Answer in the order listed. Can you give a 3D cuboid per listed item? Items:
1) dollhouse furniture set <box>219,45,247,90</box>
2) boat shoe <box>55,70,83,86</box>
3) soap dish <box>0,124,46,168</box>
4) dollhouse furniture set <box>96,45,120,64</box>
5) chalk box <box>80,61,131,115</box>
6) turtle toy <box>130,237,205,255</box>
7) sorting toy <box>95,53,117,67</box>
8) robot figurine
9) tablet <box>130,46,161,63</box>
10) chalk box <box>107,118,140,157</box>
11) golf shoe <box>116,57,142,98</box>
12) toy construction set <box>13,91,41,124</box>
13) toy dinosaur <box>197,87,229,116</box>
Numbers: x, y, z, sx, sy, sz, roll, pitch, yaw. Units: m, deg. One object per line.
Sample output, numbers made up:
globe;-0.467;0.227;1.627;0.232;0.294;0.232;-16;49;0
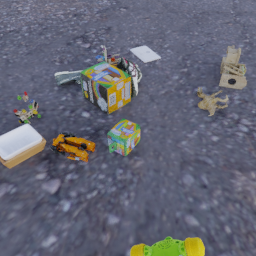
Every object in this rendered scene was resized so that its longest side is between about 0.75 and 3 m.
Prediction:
dollhouse furniture set;5.336;-3.324;13.713;1.206;1.918;2.169;12;44;12
boat shoe;-2.582;-2.456;13.888;2.005;0.730;0.619;-7;85;-18
soap dish;-4.001;0.649;10.228;1.642;0.667;1.292;-33;51;-30
dollhouse furniture set;-0.876;-3.495;14.366;1.288;1.154;1.625;-14;49;-11
chalk box;-1.141;-1.936;12.525;1.434;1.444;2.314;-33;52;-31
turtle toy;1.012;3.715;6.354;1.808;1.254;2.481;-15;42;19
sorting toy;-1.056;-3.810;15.512;0.978;0.237;1.736;-32;51;-31
robot figurine;-2.074;0.700;10.332;1.569;0.457;1.137;15;44;15
tablet;0.991;-4.288;16.141;1.121;0.118;1.723;-19;46;-20
chalk box;-0.218;0.420;10.375;0.822;0.828;1.326;23;48;24
golf shoe;0.226;-2.448;13.459;1.139;0.998;2.585;6;48;-25
toy construction set;-4.024;-0.707;11.209;1.024;1.228;0.944;-13;39;-22
toy dinosaur;3.725;-1.045;12.288;1.241;0.714;2.454;-14;34;8
